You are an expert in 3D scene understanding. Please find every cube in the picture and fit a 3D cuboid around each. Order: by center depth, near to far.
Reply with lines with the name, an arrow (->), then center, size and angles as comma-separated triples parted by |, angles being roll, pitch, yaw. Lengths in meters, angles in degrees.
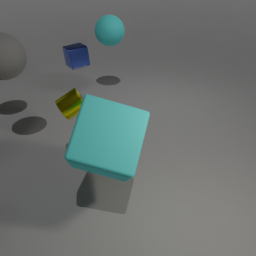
cube -> -0.454, 0.291, 6.182 | 1.400, 1.400, 1.400 | 16, 75, -2
cube -> -1.846, -2.581, 10.023 | 0.700, 0.700, 0.700 | -21, 35, -23

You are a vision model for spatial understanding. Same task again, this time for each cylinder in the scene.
cylinder -> -1.642, -0.703, 8.195 | 0.700, 0.700, 0.700 | -34, 35, 1

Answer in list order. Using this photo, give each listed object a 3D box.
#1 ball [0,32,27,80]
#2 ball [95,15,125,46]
ball -> -3.792, -2.157, 8.462 | 1.400, 1.400, 1.400 | 0, 30, 0
ball -> -0.864, -4.588, 13.212 | 1.400, 1.400, 1.400 | 0, 30, 0
